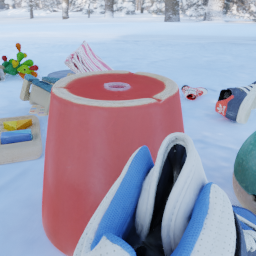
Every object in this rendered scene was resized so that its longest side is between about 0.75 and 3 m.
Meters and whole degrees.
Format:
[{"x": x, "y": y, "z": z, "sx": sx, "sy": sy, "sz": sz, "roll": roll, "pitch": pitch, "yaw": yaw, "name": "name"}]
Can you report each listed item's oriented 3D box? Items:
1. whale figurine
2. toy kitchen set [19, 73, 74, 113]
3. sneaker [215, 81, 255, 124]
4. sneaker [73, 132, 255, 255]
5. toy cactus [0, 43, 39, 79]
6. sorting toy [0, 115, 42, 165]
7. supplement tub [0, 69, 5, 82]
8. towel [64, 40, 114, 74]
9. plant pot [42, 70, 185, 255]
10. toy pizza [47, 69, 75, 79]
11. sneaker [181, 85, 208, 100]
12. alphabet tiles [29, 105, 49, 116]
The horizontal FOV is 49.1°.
[{"x": 3.029, "y": 0.521, "z": 4.183, "sx": 2.935, "sy": 1.523, "sz": 2.335, "roll": -10, "pitch": 26, "yaw": -20, "name": "whale figurine"}, {"x": -1.749, "y": -1.096, "z": 8.000, "sx": 2.122, "sy": 1.250, "sz": 1.700, "roll": 27, "pitch": 16, "yaw": 23, "name": "toy kitchen set"}, {"x": 3.229, "y": -0.917, "z": 8.154, "sx": 0.997, "sy": 0.884, "sz": 2.359, "roll": 19, "pitch": 31, "yaw": 28, "name": "sneaker"}, {"x": 0.721, "y": 0.946, "z": 2.496, "sx": 1.182, "sy": 2.148, "sz": 2.933, "roll": 20, "pitch": 31, "yaw": 37, "name": "sneaker"}, {"x": -5.014, "y": -2.620, "z": 11.832, "sx": 2.108, "sy": 1.307, "sz": 2.555, "roll": -25, "pitch": 42, "yaw": -27, "name": "toy cactus"}, {"x": -3.404, "y": 0.225, "z": 6.201, "sx": 2.816, "sy": 0.414, "sz": 2.082, "roll": -7, "pitch": 26, "yaw": -17, "name": "sorting toy"}, {"x": -5.385, "y": -2.054, "z": 11.149, "sx": 0.815, "sy": 0.499, "sz": 0.499, "roll": -17, "pitch": 29, "yaw": -30, "name": "supplement tub"}, {"x": -0.578, "y": -1.434, "z": 7.644, "sx": 0.441, "sy": 2.160, "sz": 2.951, "roll": -42, "pitch": 18, "yaw": 15, "name": "towel"}, {"x": -0.158, "y": 0.339, "z": 4.018, "sx": 2.300, "sy": 2.035, "sz": 2.300, "roll": 0, "pitch": 24, "yaw": 0, "name": "plant pot"}, {"x": -2.140, "y": -1.978, "z": 11.167, "sx": 2.168, "sy": 0.344, "sz": 2.168, "roll": 0, "pitch": 23, "yaw": 0, "name": "toy pizza"}, {"x": 2.279, "y": -1.117, "z": 9.350, "sx": 0.989, "sy": 0.330, "sz": 0.530, "roll": 8, "pitch": 43, "yaw": -19, "name": "sneaker"}, {"x": -2.373, "y": -0.614, "z": 8.465, "sx": 1.130, "sy": 0.084, "sz": 1.155, "roll": -4, "pitch": 25, "yaw": -8, "name": "alphabet tiles"}]
